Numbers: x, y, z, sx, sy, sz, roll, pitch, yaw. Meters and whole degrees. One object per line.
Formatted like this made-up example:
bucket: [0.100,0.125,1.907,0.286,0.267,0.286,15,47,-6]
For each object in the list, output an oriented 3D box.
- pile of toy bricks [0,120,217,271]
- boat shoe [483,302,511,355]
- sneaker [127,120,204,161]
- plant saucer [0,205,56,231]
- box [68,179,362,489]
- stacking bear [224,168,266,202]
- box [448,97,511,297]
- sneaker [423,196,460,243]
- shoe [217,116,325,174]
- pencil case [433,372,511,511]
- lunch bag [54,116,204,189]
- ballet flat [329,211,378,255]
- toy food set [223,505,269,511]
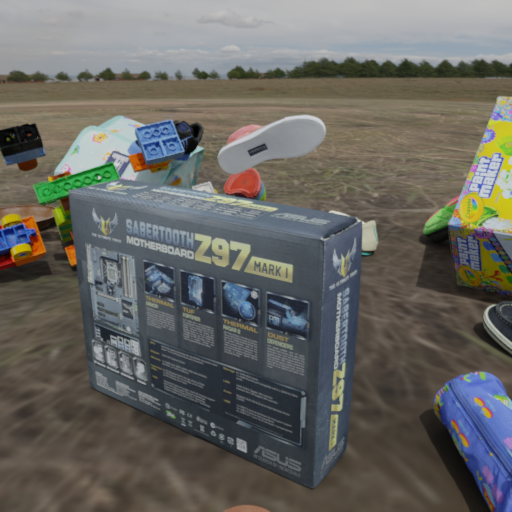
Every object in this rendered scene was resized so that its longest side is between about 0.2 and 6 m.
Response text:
pile of toy bricks: [-3.023,-0.798,9.651,4.353,2.415,2.149,-18,-14,-19]
boat shoe: [3.662,0.925,6.007,0.961,0.802,2.576,-14,22,-29]
sneaker: [-1.697,-2.227,10.781,0.700,0.778,1.997,41,26,6]
plant saucer: [-4.818,-0.727,11.406,1.577,0.288,1.577,-1,20,0]
box: [-0.467,0.541,5.051,2.729,2.152,0.696,12,23,31]
stacking bear: [-0.097,-1.194,11.397,0.720,1.186,0.675,12,67,20]
box: [4.327,-0.769,7.820,2.457,1.556,2.551,14,61,32]
sneaker: [4.480,-0.571,9.731,3.121,1.308,1.198,-10,13,28]
shoe: [0.258,-1.949,9.229,1.834,0.655,0.834,-17,30,19]
pencil case: [1.930,1.548,4.365,0.657,0.731,1.683,-32,16,10]
lunch bag: [-2.691,-1.808,12.120,2.278,1.631,2.674,23,31,8]
ballet flat: [1.154,-0.492,10.134,2.121,0.737,0.737,7,21,20]
toy food set: [0.187,1.976,3.167,2.137,0.698,1.257,4,20,10]
